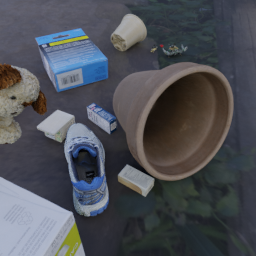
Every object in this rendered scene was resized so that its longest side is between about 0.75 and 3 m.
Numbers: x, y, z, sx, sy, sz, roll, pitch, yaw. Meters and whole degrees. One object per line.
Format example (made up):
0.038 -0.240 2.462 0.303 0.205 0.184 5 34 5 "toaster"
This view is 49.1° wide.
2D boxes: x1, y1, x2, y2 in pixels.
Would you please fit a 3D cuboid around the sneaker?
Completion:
-1.072 0.714 7.258 1.117 1.234 2.898 -12 45 -12 "sneaker"

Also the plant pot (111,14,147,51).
-0.058 -4.076 12.329 1.330 1.330 1.218 27 62 25 "plant pot"

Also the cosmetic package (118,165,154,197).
0.208 1.352 7.263 0.855 0.304 0.450 26 50 24 "cosmetic package"

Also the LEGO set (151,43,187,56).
1.778 -3.334 12.144 1.593 0.451 1.035 20 44 37 "LEGO set"

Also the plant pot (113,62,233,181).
0.861 -0.430 7.670 2.962 2.962 2.583 -24 30 -23 "plant pot"

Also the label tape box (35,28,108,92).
-2.268 -2.776 11.099 2.055 0.902 2.850 -19 47 -18 "label tape box"

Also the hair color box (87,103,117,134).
-0.822 -0.310 8.821 1.061 0.531 0.321 34 53 30 "hair color box"

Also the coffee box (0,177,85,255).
-2.323 2.453 4.663 2.333 2.307 2.329 18 47 18 "coffee box"

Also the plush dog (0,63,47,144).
-2.187 -0.545 4.752 1.453 1.692 1.358 -20 76 7 "plush dog"

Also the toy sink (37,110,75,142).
-2.152 0.009 8.479 0.651 0.559 0.998 19 42 19 "toy sink"
